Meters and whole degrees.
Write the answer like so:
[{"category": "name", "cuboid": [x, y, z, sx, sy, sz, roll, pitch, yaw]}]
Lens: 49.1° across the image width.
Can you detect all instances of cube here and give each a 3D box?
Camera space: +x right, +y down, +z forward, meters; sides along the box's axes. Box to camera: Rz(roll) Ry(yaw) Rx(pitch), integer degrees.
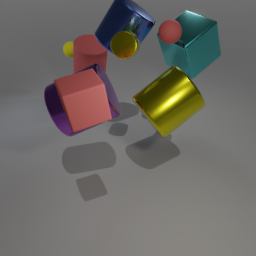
[{"category": "cube", "cuboid": [-0.764, -0.482, 4.752, 0.700, 0.700, 0.700, -20, 38, -12]}, {"category": "cube", "cuboid": [2.067, -2.796, 9.433, 1.400, 1.400, 1.400, -40, 49, -8]}]

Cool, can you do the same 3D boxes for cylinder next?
[{"category": "cylinder", "cuboid": [-0.102, -3.126, 8.736, 1.400, 1.400, 1.400, 29, 29, -18]}, {"category": "cylinder", "cuboid": [-1.092, -0.681, 6.933, 1.400, 1.400, 1.400, -23, 28, 10]}, {"category": "cylinder", "cuboid": [1.067, -0.690, 7.501, 1.400, 1.400, 1.400, -38, 35, 2]}, {"category": "cylinder", "cuboid": [-1.590, -2.952, 11.792, 1.400, 1.400, 1.400, 5, 51, -6]}, {"category": "cylinder", "cuboid": [-0.056, -2.237, 7.548, 0.700, 0.700, 0.700, 5, 18, 8]}]

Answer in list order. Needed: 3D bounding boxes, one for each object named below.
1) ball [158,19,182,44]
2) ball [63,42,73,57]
[{"category": "ball", "cuboid": [1.264, -2.891, 8.416, 0.700, 0.700, 0.700, 0, 30, 0]}, {"category": "ball", "cuboid": [-2.614, -3.590, 12.817, 0.700, 0.700, 0.700, 0, 30, 0]}]
